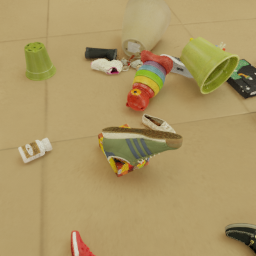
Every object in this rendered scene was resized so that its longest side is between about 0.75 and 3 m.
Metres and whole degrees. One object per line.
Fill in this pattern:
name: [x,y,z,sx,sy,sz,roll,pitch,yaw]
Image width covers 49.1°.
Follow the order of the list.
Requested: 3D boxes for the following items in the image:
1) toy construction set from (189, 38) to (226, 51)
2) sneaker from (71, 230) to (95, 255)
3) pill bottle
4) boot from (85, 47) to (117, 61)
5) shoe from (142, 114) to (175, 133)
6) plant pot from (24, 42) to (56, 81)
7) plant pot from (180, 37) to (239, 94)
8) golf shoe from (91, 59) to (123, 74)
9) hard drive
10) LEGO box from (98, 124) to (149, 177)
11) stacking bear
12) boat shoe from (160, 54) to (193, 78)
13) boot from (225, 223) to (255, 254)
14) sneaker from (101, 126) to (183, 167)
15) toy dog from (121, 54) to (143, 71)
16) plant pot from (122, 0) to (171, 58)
toy construction set: [3.618,-3.678,13.369,1.921,0.885,1.259,20,48,33]
sneaker: [-0.921,3.201,6.918,0.844,0.573,1.462,-7,58,-19]
pill bottle: [-3.044,0.707,9.238,0.967,0.553,0.553,-24,51,-22]
boot: [-1.309,-3.437,13.290,1.523,0.500,1.256,5,35,-1]
shoe: [1.092,-0.092,10.140,1.405,0.375,0.491,28,52,25]
plant pot: [-3.985,-3.014,12.340,1.381,1.311,1.381,-1,46,1]
plant pot: [3.105,-2.653,11.273,1.901,1.901,1.748,-26,62,-23]
golf shoe: [-0.988,-2.741,12.631,1.453,0.547,0.665,1,50,4]
hard drive: [5.050,-2.173,12.147,1.502,0.407,2.150,-16,48,-15]
LEGO box: [-0.161,0.703,9.213,1.139,0.590,1.529,-21,49,-19]
stacking bear: [0.709,-1.693,10.964,1.362,1.275,2.242,21,70,20]
boat shoe: [2.325,-2.887,12.693,1.927,0.674,0.639,26,44,22]
boot: [3.233,3.130,6.852,1.701,0.614,1.285,11,49,12]
sneaker: [0.370,0.609,8.172,2.367,1.062,0.794,6,16,14]
toy dog: [0.274,-3.045,12.857,1.254,0.604,0.827,2,46,2]
plant pot: [0.627,-4.687,13.524,2.383,2.383,2.544,13,60,13]
